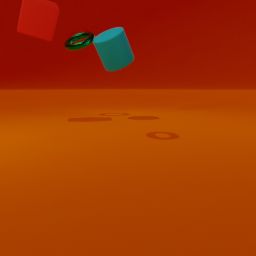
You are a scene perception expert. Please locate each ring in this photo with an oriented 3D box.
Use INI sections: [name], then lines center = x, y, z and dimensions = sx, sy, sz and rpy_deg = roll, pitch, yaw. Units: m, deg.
[ring]
center = -2.019, -3.643, 11.714
dimensions = 1.355, 0.271, 1.355
rpy_deg = -12, 38, 9

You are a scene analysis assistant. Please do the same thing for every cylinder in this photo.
[cylinder]
center = -0.522, -2.939, 10.485
dimensions = 1.204, 1.204, 1.204
rpy_deg = -17, 34, 12

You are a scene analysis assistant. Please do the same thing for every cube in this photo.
[cube]
center = -3.088, -3.803, 9.596
dimensions = 1.135, 1.135, 1.135
rpy_deg = 10, 27, -25
